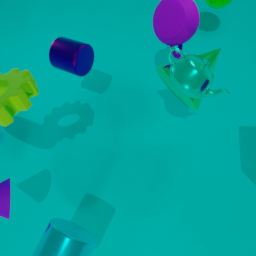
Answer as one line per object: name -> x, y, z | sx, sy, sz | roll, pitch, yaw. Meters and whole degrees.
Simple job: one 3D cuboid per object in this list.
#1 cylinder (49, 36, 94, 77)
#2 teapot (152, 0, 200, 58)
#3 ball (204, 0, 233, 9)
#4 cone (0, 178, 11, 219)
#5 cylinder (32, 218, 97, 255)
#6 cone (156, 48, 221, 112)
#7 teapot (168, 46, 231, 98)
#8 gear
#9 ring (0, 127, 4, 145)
cylinder -> -1.333, -1.702, 6.680 | 0.782, 0.782, 0.782 | 22, 62, 21
teapot -> 1.194, -2.591, 6.607 | 1.147, 1.845, 0.903 | 13, 20, 38
ball -> 2.829, -4.233, 8.649 | 1.006, 1.006, 1.006 | 0, 60, 0
cone -> -2.872, 1.468, 5.705 | 0.846, 0.843, 0.843 | 1, 58, -25
cylinder -> -1.166, 2.238, 4.960 | 0.932, 0.932, 0.932 | 25, 82, 13
cone -> 1.556, -1.298, 6.205 | 1.346, 1.341, 1.341 | -43, 67, 3
teapot -> 1.189, -0.918, 4.887 | 1.295, 0.634, 0.805 | 42, 39, -4
gear -> -2.246, -0.432, 4.600 | 1.544, 0.286, 1.544 | -14, 38, 12
ring -> -3.303, -0.031, 5.210 | 1.894, 1.894, 0.379 | 24, 100, 13
